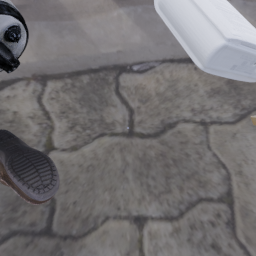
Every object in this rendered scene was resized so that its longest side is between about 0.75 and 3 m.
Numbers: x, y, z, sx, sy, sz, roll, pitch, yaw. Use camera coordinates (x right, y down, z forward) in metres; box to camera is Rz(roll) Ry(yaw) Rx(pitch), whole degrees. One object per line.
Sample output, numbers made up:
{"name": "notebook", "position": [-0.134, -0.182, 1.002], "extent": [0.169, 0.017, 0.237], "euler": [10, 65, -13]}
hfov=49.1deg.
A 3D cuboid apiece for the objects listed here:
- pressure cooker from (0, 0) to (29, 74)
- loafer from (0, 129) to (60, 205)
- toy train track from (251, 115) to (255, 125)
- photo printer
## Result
{"name": "pressure cooker", "position": [-3.455, -2.291, 6.265], "extent": [2.349, 2.098, 2.066], "euler": [50, 40, 11]}
{"name": "loafer", "position": [-2.230, 0.854, 5.830], "extent": [0.872, 0.847, 2.387], "euler": [-19, 40, -40]}
{"name": "toy train track", "position": [3.300, 0.095, 5.533], "extent": [1.339, 2.334, 0.380], "euler": [9, 58, 44]}
{"name": "photo printer", "position": [1.660, -2.017, 5.564], "extent": [1.959, 0.818, 2.355], "euler": [1, 50, -36]}
